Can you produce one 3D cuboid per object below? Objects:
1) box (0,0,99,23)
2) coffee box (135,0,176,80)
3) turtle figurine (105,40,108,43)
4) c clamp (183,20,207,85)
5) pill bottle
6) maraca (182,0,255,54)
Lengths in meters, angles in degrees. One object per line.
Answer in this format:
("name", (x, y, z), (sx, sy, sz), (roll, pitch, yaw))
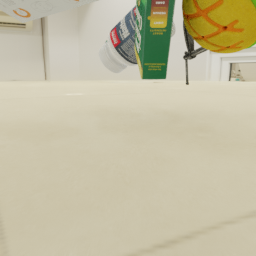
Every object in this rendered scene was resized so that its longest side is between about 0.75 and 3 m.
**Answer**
("box", (-1.706, -3.130, 5.217), (2.569, 1.252, 1.598), (1, -12, 33))
("coffee box", (0.540, -2.721, 6.073), (0.643, 2.925, 1.799), (-2, 40, -4))
("turtle figurine", (-0.402, -2.816, 10.176), (0.666, 0.990, 1.322), (-28, 25, 12))
("c clamp", (2.249, -2.696, 8.408), (0.365, 2.303, 2.695), (-8, -1, -13))
("pill bottle", (0.178, -2.671, 8.443), (2.252, 1.346, 1.346), (-33, -11, 37))
("maraca", (1.966, -2.713, 5.963), (2.015, 1.572, 2.938), (31, -8, 33))
